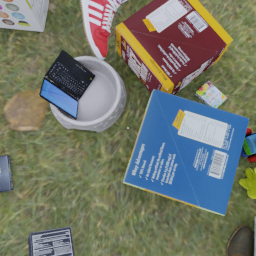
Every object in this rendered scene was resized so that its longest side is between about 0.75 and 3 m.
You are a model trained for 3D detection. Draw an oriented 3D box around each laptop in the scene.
[{"bbox_3d":[-1.898,-1.400,9.083,1.457,0.849,1.644,36,88,-34],"label":"laptop"}]

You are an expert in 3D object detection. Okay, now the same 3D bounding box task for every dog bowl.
[{"bbox_3d":[-1.420,-1.187,9.565,2.733,0.802,2.733,0,79,0],"label":"dog bowl"}]

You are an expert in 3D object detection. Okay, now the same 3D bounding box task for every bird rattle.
[{"bbox_3d":[4.938,1.748,8.878,2.317,1.305,1.889,27,71,3],"label":"bird rattle"}]

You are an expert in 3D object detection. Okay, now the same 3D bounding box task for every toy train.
[{"bbox_3d":[5.019,0.194,8.934,2.671,1.545,1.130,-17,81,-3],"label":"toy train"}]

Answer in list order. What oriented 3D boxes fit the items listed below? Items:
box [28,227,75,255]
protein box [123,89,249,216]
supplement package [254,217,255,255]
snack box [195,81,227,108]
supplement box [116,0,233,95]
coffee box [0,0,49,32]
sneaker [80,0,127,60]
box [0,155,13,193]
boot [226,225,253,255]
[{"bbox_3d":[-2.084,3.415,7.646,1.130,0.697,1.121,0,58,-26],"label":"box"},{"bbox_3d":[1.634,0.758,8.627,2.874,1.939,2.853,18,81,3],"label":"protein box"},{"bbox_3d":[4.843,3.971,7.862,2.304,1.772,2.410,3,80,20],"label":"supplement package"},{"bbox_3d":[2.902,-1.125,9.829,0.645,0.240,0.906,-43,83,-7],"label":"snack box"},{"bbox_3d":[1.394,-2.703,9.332,2.628,1.745,2.592,-37,82,-6],"label":"supplement box"},{"bbox_3d":[-4.293,-5.237,9.233,2.826,2.799,2.830,6,80,1],"label":"coffee box"},{"bbox_3d":[-0.590,-3.442,8.433,1.440,0.912,2.561,-10,91,13],"label":"sneaker"},{"bbox_3d":[-4.377,1.565,9.326,0.940,0.304,1.192,-9,81,-3],"label":"box"},{"bbox_3d":[3.466,4.198,8.425,0.901,1.169,2.412,18,81,3],"label":"boot"}]
